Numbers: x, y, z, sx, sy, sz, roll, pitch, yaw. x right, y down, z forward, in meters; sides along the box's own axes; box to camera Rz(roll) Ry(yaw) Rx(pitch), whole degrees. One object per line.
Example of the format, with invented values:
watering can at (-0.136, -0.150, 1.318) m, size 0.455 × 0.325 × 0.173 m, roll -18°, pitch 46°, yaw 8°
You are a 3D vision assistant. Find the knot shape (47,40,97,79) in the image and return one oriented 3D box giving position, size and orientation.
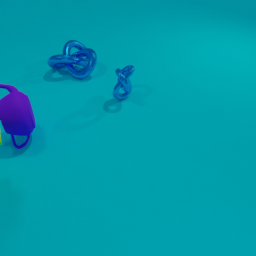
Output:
knot shape at (-1.971, -2.375, 9.731) m, size 1.638 × 0.809 × 1.751 m, roll -12°, pitch 43°, yaw -14°

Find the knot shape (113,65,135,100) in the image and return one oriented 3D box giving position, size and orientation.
knot shape at (-0.109, -1.464, 8.395) m, size 0.507 × 1.096 × 1.026 m, roll 12°, pitch 61°, yaw 5°

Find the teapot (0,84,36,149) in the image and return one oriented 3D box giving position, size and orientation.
teapot at (-2.830, -0.379, 6.908) m, size 0.892 × 1.822 × 1.133 m, roll -14°, pitch 3°, yaw -13°
